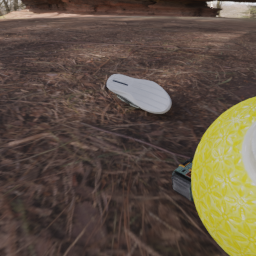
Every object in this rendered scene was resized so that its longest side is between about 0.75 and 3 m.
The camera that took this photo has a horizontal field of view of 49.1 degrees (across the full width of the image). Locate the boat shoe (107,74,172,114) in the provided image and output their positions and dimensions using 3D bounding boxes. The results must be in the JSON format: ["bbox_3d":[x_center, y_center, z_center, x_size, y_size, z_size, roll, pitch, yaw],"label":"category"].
[{"bbox_3d":[0.433,-1.095,9.222,2.511,0.905,0.890,31,-5,33],"label":"boat shoe"}]

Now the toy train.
[{"bbox_3d":[1.695,1.113,5.260,1.029,0.770,1.806,-29,35,-29],"label":"toy train"}]

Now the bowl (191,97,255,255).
[{"bbox_3d":[2.259,0.540,3.859,2.869,1.544,2.869,-8,61,14],"label":"bowl"}]
